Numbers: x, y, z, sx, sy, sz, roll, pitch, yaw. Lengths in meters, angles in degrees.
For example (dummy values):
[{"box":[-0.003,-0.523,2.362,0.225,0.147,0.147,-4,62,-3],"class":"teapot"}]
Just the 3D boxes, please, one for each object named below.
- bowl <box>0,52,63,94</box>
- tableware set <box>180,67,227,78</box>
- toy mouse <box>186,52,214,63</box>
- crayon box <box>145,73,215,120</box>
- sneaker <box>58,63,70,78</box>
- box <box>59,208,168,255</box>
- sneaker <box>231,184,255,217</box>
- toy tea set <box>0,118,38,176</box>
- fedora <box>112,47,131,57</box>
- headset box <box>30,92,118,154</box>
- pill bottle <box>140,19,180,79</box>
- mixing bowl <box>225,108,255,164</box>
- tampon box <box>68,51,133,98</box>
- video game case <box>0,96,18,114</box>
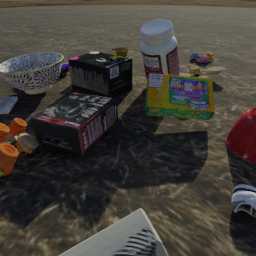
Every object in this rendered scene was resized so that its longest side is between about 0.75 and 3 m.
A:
[{"box":[-4.295,-2.415,12.869,2.893,1.358,2.893,-4,30,3],"class":"bowl"},{"box":[3.654,-2.768,14.580,2.197,0.305,2.630,17,38,43],"class":"tableware set"},{"box":[4.565,-4.495,17.688,1.806,0.393,2.032,-4,30,-7],"class":"toy mouse"},{"box":[1.887,-1.151,10.347,2.424,0.706,1.440,5,66,0],"class":"crayon box"},{"box":[-3.577,-3.007,15.030,1.578,0.548,0.785,-27,45,-32],"class":"sneaker"},{"box":[-0.467,2.329,4.582,2.221,0.913,0.759,-30,37,-6],"class":"box"},{"box":[3.276,1.842,6.541,1.626,0.621,0.655,5,39,20],"class":"sneaker"},{"box":[-3.698,0.557,8.460,1.523,0.948,2.560,38,16,1],"class":"toy tea set"},{"box":[-0.290,-3.463,12.786,0.969,0.395,0.969,-1,19,0],"class":"fedora"},{"box":[-1.784,-0.219,9.461,1.924,0.998,2.585,11,34,25],"class":"headset box"},{"box":[1.462,-3.250,12.736,1.644,2.880,1.644,-8,44,8],"class":"pill bottle"},{"box":[4.371,0.084,8.881,2.265,1.226,2.265,0,29,0],"class":"mixing bowl"},{"box":[-1.253,-2.529,13.117,2.418,1.527,1.812,20,35,31],"class":"tampon box"},{"box":[-5.607,-0.959,11.726,1.582,0.181,1.440,-2,30,-4],"class":"video game case"}]
